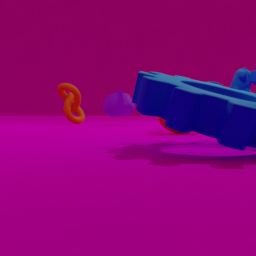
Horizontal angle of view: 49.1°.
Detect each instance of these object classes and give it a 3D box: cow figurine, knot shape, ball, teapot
[{"bbox_3d":[2.712,-1.032,6.929,0.529,0.963,0.948,8,20,-4],"label":"cow figurine"},{"bbox_3d":[-2.566,-1.141,12.638,0.865,1.872,1.751,-16,14,-13],"label":"knot shape"},{"bbox_3d":[1.117,-0.413,5.975,1.056,1.056,1.056,0,3,0],"label":"ball"},{"bbox_3d":[-0.349,-0.957,10.568,1.189,0.937,1.913,-3,-8,-9],"label":"teapot"}]

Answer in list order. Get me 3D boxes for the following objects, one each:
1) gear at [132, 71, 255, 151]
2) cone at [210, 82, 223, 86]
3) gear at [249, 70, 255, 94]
[{"bbox_3d":[1.076,-0.247,3.268,2.011,0.372,2.011,12,16,-3],"label":"gear"},{"bbox_3d":[2.861,-0.633,9.945,1.428,1.434,1.428,5,-37,4],"label":"cone"},{"bbox_3d":[2.933,-0.786,4.475,0.350,1.893,1.893,18,-9,-38],"label":"gear"}]
